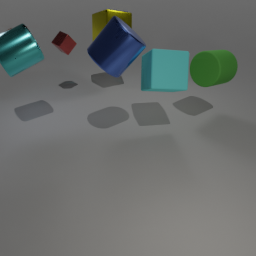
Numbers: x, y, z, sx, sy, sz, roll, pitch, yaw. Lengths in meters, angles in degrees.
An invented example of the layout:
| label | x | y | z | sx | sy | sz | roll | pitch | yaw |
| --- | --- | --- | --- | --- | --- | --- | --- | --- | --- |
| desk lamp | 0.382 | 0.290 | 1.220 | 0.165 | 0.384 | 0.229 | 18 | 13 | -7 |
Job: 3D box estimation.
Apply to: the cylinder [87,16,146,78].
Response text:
| label | x | y | z | sx | sy | sz | roll | pitch | yaw |
| --- | --- | --- | --- | --- | --- | --- | --- | --- | --- |
| cylinder | -0.369 | -2.616 | 9.110 | 1.400 | 1.400 | 1.400 | 38 | 21 | -18 |

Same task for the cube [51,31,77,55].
| label | x | y | z | sx | sy | sz | roll | pitch | yaw |
| --- | --- | --- | --- | --- | --- | --- | --- | --- | --- |
| cube | -2.988 | -3.975 | 13.108 | 0.700 | 0.700 | 0.700 | 33 | 86 | 36 |

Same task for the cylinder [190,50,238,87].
| label | x | y | z | sx | sy | sz | roll | pitch | yaw |
| --- | --- | --- | --- | --- | --- | --- | --- | --- | --- |
| cylinder | 3.472 | -2.434 | 11.370 | 1.400 | 1.400 | 1.400 | -17 | 35 | -41 |

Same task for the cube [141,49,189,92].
| label | x | y | z | sx | sy | sz | roll | pitch | yaw |
| --- | --- | --- | --- | --- | --- | --- | --- | --- | --- |
| cube | 1.346 | -2.104 | 10.542 | 1.400 | 1.400 | 1.400 | 0 | 4 | -13 |

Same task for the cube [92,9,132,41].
| label | x | y | z | sx | sy | sz | roll | pitch | yaw |
| --- | --- | --- | --- | --- | --- | --- | --- | --- | --- |
| cube | -0.767 | -4.715 | 13.303 | 1.400 | 1.400 | 1.400 | -8 | 14 | -35 |

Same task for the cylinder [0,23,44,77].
| label | x | y | z | sx | sy | sz | roll | pitch | yaw |
| --- | --- | --- | --- | --- | --- | --- | --- | --- | --- |
| cylinder | -3.956 | -2.752 | 9.970 | 1.400 | 1.400 | 1.400 | -33 | 41 | -12 |
